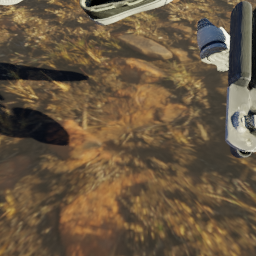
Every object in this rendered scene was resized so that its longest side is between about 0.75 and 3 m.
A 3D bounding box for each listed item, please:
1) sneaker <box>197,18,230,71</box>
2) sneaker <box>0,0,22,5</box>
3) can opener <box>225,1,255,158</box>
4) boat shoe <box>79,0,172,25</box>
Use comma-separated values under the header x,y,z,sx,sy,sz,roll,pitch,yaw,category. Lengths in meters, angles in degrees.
x,y,z,sx,sy,sz,roll,pitch,yaw,category
2.230,-1.901,6.570,2.022,0.772,0.814,7,64,-54,sneaker
-2.736,-3.428,7.045,1.201,0.444,0.492,-25,27,-7,sneaker
2.191,-0.913,5.366,0.784,0.983,2.939,9,74,-4,can opener
0.188,-3.212,6.404,2.722,0.867,0.962,-21,81,17,boat shoe
